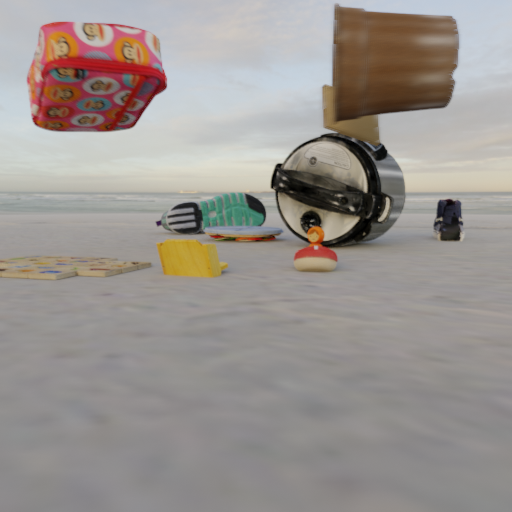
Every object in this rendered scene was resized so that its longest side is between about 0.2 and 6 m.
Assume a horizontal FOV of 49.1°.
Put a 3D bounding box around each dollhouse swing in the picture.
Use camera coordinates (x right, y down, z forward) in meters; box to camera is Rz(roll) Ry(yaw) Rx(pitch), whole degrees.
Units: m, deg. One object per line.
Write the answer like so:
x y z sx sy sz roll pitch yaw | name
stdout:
-0.851 -0.031 7.971 0.787 0.715 0.691 2 27 24 | dollhouse swing

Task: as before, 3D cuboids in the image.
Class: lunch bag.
-2.859 -3.209 10.392 2.419 1.125 2.747 -5 -8 -28 | lunch bag

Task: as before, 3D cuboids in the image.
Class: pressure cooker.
1.894 -1.443 12.863 2.553 2.593 2.902 -29 -11 32 | pressure cooker

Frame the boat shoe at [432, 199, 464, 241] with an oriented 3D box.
5.410 -1.034 15.636 0.903 1.122 2.420 1 6 13 | boat shoe

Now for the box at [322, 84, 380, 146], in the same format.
1.925 -2.859 11.384 1.293 1.057 0.137 13 -27 -23 | box

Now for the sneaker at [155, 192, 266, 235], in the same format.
-1.472 -1.382 18.620 3.617 1.346 1.583 -4 2 -32 | sneaker

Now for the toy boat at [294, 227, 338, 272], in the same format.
0.904 -0.113 8.511 0.659 0.660 1.010 0 6 5 | toy boat

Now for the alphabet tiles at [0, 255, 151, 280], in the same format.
-3.138 0.160 8.697 2.702 0.102 2.258 2 5 18 | alphabet tiles

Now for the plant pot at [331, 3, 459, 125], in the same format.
2.233 -3.176 9.322 1.917 1.936 1.936 2 6 7 | plant pot

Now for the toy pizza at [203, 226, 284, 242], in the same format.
-0.335 -0.576 15.012 2.152 0.341 2.152 1 7 0 | toy pizza
